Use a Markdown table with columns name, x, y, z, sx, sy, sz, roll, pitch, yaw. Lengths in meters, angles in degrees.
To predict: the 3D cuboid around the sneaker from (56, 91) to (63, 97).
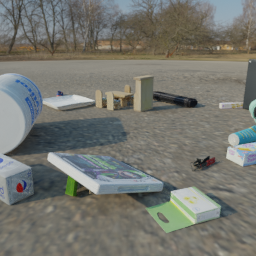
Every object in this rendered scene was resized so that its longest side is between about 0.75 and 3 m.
| name | x | y | z | sx | sy | sz | roll | pitch | yaw |
| --- | --- | --- | --- | --- | --- | --- | --- | --- | --- |
| sneaker | -3.914 | -2.007 | 16.124 | 0.297 | 0.309 | 0.788 | 1 | 17 | -1 |

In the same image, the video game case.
| name | x | y | z | sx | sy | sz | roll | pitch | yaw |
| --- | --- | --- | --- | --- | --- | --- | --- | --- | --- |
| video game case | -0.494 | 0.912 | 5.913 | 1.730 | 0.222 | 1.903 | 10 | 6 | -43 |

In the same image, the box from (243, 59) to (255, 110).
| name | x | y | z | sx | sy | sz | roll | pitch | yaw |
| --- | --- | --- | --- | --- | --- | --- | --- | --- | --- |
| box | 6.177 | -1.967 | 12.659 | 1.593 | 2.257 | 0.890 | -8 | 19 | -24 |

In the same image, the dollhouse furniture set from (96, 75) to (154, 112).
| name | x | y | z | sx | sy | sz | roll | pitch | yaw |
| --- | --- | --- | --- | --- | --- | --- | --- | --- | --- |
| dollhouse furniture set | -0.021 | -1.743 | 13.216 | 2.328 | 1.515 | 2.138 | 15 | 22 | 39 |

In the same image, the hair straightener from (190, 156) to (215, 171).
| name | x | y | z | sx | sy | sz | roll | pitch | yaw |
| --- | --- | --- | --- | --- | --- | --- | --- | --- | --- |
| hair straightener | 1.825 | 0.888 | 7.033 | 0.886 | 0.181 | 0.341 | -21 | 26 | -40 |

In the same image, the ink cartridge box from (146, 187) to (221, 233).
| name | x | y | z | sx | sy | sz | roll | pitch | yaw |
| --- | --- | --- | --- | --- | --- | --- | --- | --- | --- |
| ink cartridge box | 0.979 | 1.435 | 5.061 | 1.094 | 0.262 | 0.796 | -5 | 18 | -23 |

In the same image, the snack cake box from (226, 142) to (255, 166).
| name | x | y | z | sx | sy | sz | roll | pitch | yaw |
| --- | --- | --- | --- | --- | --- | --- | --- | --- | --- |
| snack cake box | 3.198 | 0.673 | 7.347 | 1.027 | 0.345 | 0.591 | -7 | 20 | -23 |

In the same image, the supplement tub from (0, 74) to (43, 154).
| name | x | y | z | sx | sy | sz | roll | pitch | yaw |
| --- | --- | --- | --- | --- | --- | --- | --- | --- | --- |
| supplement tub | -3.799 | -0.559 | 8.613 | 1.968 | 1.968 | 2.984 | -3 | 18 | -9 |

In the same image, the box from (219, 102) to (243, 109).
| name | x | y | z | sx | sy | sz | roll | pitch | yaw |
| --- | --- | --- | --- | --- | --- | --- | --- | --- | --- |
| box | 4.912 | -1.058 | 13.149 | 1.232 | 0.255 | 0.238 | -2 | 17 | -9 |

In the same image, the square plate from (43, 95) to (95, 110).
| name | x | y | z | sx | sy | sz | roll | pitch | yaw |
| --- | --- | --- | --- | --- | --- | --- | --- | --- | --- |
| square plate | -3.003 | -1.254 | 13.701 | 2.071 | 0.297 | 2.091 | -15 | 22 | -38 |

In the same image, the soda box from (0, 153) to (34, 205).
| name | x | y | z | sx | sy | sz | roll | pitch | yaw |
| --- | --- | --- | --- | --- | --- | --- | --- | --- | --- |
| soda box | -2.772 | 0.961 | 5.953 | 1.817 | 0.620 | 0.576 | 14 | 22 | 37 |

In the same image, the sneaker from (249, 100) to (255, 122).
| name | x | y | z | sx | sy | sz | roll | pitch | yaw |
| --- | --- | --- | --- | --- | --- | --- | --- | --- | --- |
| sneaker | 4.765 | -0.791 | 9.454 | 2.332 | 0.906 | 1.631 | 20 | 41 | -26 |

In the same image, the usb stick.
| name | x | y | z | sx | sy | sz | roll | pitch | yaw |
| --- | --- | --- | --- | --- | --- | --- | --- | --- | --- |
| usb stick | 2.257 | -1.482 | 14.200 | 0.771 | 0.454 | 2.782 | -5 | 16 | -37 |

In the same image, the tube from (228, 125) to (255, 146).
| name | x | y | z | sx | sy | sz | roll | pitch | yaw |
| --- | --- | --- | --- | --- | --- | --- | --- | --- | --- |
| tube | 3.728 | 0.248 | 8.725 | 1.476 | 0.372 | 0.572 | -11 | 60 | -34 |

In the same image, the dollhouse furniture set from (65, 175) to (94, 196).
| name | x | y | z | sx | sy | sz | roll | pitch | yaw |
| --- | --- | --- | --- | --- | --- | --- | --- | --- | --- |
| dollhouse furniture set | -0.799 | 1.203 | 5.961 | 0.520 | 0.402 | 1.041 | 5 | -3 | 40 |
